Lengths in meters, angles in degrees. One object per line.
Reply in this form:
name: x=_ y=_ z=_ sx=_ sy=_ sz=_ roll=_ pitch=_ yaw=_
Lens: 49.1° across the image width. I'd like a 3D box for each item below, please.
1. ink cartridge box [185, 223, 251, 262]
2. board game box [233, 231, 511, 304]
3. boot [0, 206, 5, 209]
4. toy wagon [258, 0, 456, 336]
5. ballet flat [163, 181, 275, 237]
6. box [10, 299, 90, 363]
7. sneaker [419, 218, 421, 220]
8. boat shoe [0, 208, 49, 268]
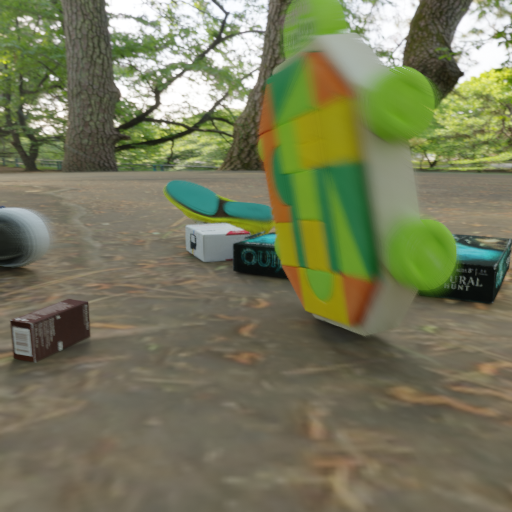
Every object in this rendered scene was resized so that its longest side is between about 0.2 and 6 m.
ink cartridge box: x=-0.779 y=-0.283 z=11.139 sx=0.959 sy=0.545 sz=1.315 roll=-4 pitch=12 yaw=-21
board game box: x=2.074 y=-0.025 z=9.726 sx=4.160 sy=0.586 sz=2.814 roll=6 pitch=13 yaw=27
boot: x=-6.160 y=-0.914 z=13.865 sx=0.597 sy=0.741 sz=1.641 roll=2 pitch=11 yaw=8
toy wagon: x=0.794 y=-1.201 z=6.398 sx=0.798 sy=4.034 sz=3.130 roll=-13 pitch=7 yaw=-18
ballet flat: x=-0.883 y=-0.951 z=12.905 sx=2.644 sy=0.886 sz=0.883 roll=14 pitch=48 yaw=-6
box: x=-2.180 y=0.784 z=6.000 sx=0.325 sy=0.435 sz=0.868 roll=4 pitch=13 yaw=21
sneaker: x=2.323 y=-0.759 z=12.597 sx=1.235 sy=1.103 sz=3.092 roll=2 pitch=10 yaw=-35
boat shoe: x=-4.974 y=-0.250 z=9.839 sx=2.948 sy=1.063 sz=1.045 roll=1 pitch=14 yaw=27
